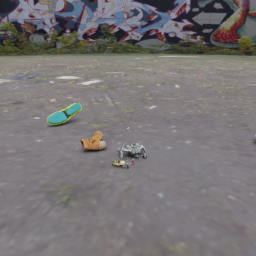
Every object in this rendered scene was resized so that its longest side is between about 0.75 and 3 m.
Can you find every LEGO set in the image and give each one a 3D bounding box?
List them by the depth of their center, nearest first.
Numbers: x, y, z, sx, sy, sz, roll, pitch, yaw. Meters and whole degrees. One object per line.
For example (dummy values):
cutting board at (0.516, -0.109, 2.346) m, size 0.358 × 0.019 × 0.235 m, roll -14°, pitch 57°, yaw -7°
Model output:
LEGO set at (0.066, 0.546, 6.453) m, size 0.752 × 0.328 × 1.157 m, roll 2°, pitch 18°, yaw 6°

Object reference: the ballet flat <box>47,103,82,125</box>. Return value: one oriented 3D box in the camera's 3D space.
ballet flat at (-2.050, -0.406, 9.101) m, size 1.247 × 0.417 × 0.418 m, roll -33°, pitch -6°, yaw -28°

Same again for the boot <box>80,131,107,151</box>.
boot at (-0.922, 0.309, 7.084) m, size 0.592 × 0.282 × 0.765 m, roll -3°, pitch 26°, yaw -23°
